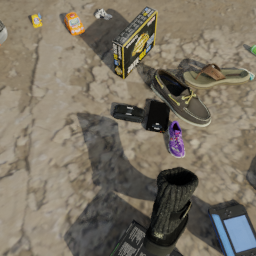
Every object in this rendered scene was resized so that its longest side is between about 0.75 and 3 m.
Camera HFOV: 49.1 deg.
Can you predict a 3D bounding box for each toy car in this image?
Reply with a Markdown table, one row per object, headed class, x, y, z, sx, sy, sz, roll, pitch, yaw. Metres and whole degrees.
| class | x | y | z | sx | sy | sz | roll | pitch | yaw |
| --- | --- | --- | --- | --- | --- | --- | --- | --- | --- |
| toy car | -3.336 | -4.926 | 13.172 | 2.454 | 0.816 | 1.203 | -8 | 62 | -5 |

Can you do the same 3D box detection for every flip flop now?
| class | x | y | z | sx | sy | sz | roll | pitch | yaw |
| --- | --- | --- | --- | --- | --- | --- | --- | --- | --- |
| flip flop | 3.629 | -2.243 | 11.547 | 2.897 | 0.834 | 1.175 | -3 | 43 | -2 |

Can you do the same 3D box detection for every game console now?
| class | x | y | z | sx | sy | sz | roll | pitch | yaw |
| --- | --- | --- | --- | --- | --- | --- | --- | --- | --- |
| game console | 3.364 | 3.275 | 8.647 | 1.520 | 1.054 | 1.781 | -13 | 63 | -6 |
| game console | 0.536 | -0.567 | 11.155 | 2.215 | 0.267 | 1.306 | 11 | 62 | 4 |

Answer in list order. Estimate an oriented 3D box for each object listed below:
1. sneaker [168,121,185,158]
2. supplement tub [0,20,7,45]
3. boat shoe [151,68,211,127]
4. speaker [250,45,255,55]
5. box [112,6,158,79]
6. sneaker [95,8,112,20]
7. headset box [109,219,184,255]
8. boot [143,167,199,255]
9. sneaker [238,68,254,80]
| class | x | y | z | sx | sy | sz | roll | pitch | yaw |
| --- | --- | --- | --- | --- | --- | --- | --- | --- | --- |
| sneaker | 1.779 | 0.403 | 10.430 | 0.596 | 0.616 | 1.477 | -7 | 63 | -3 |
| supplement tub | -6.707 | -3.573 | 11.895 | 1.792 | 1.792 | 2.925 | 23 | 65 | 12 |
| boat shoe | 2.104 | -1.227 | 11.126 | 1.062 | 0.897 | 2.979 | -40 | 69 | -22 |
| speaker | 5.923 | -3.395 | 12.615 | 0.355 | 0.355 | 0.804 | -37 | 68 | -18 |
| box | 0.309 | -3.538 | 11.775 | 0.607 | 1.964 | 2.459 | 32 | 65 | 15 |
| sneaker | -1.151 | -5.679 | 13.839 | 0.835 | 0.333 | 0.543 | 7 | 70 | 15 |
| headset box | 0.566 | 4.367 | 7.974 | 2.563 | 1.189 | 2.231 | 31 | 65 | 15 |
| boot | 1.331 | 2.016 | 7.962 | 1.053 | 2.798 | 2.092 | 14 | 103 | 14 |
| sneaker | 5.062 | -2.323 | 12.088 | 0.764 | 0.296 | 0.304 | 31 | 75 | 15 |
